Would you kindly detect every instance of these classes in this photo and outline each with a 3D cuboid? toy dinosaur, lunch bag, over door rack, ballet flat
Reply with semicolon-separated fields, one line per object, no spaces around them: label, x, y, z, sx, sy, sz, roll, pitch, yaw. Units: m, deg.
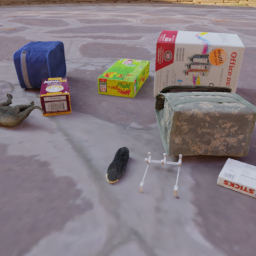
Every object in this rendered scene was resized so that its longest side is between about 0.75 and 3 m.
toy dinosaur;-3.607;-0.429;8.648;2.286;0.880;1.169;17;46;14
lunch bag;-3.620;-2.677;11.600;1.603;1.646;2.423;2;29;4
over door rack;0.753;0.950;6.203;0.814;0.367;1.102;4;39;15
ballet flat;-0.233;0.898;6.663;0.398;0.340;1.198;32;37;-2
lunch bag;1.913;-0.390;7.676;2.092;1.500;2.551;1;24;-5

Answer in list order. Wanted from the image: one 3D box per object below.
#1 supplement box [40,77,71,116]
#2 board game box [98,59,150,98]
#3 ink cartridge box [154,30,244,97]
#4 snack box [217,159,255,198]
supplement box;-2.507;-1.140;9.768;0.947;0.735;1.717;-6;30;-11
board game box;-0.081;-2.156;11.677;1.432;0.671;2.820;8;30;14
ink cartridge box;2.576;-2.346;10.497;2.919;2.121;2.111;6;30;10
snack box;3.115;1.266;5.913;2.223;0.270;0.799;17;33;28
